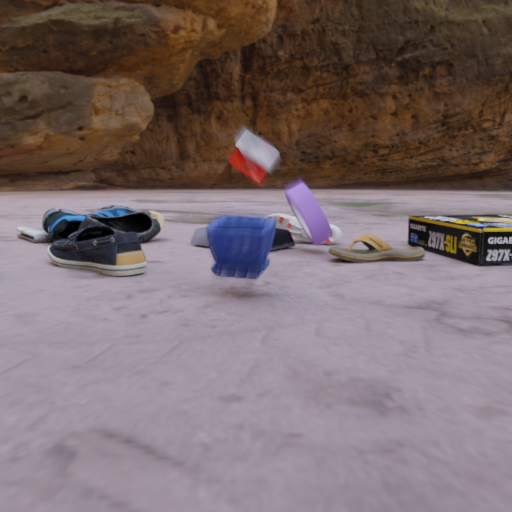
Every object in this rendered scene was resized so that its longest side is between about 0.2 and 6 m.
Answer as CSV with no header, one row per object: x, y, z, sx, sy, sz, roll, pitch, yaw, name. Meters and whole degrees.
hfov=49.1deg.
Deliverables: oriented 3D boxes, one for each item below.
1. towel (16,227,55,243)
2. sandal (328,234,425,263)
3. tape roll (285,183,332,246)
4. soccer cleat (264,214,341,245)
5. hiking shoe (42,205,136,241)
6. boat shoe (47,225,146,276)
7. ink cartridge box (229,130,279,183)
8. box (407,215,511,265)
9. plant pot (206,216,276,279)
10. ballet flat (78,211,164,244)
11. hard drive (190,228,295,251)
-4.993,-0.589,14.075,1.677,0.301,1.741,-7,10,-37,towel
2.279,-0.170,10.616,1.887,0.510,0.758,-1,9,-7,sandal
1.072,-0.847,11.460,0.412,1.254,1.254,-30,11,-1,tape roll
1.065,-0.587,13.186,1.902,0.659,0.738,11,7,21,soccer cleat
-3.759,-0.615,13.201,2.342,0.871,1.016,-7,31,-29,hiking shoe
-2.807,-0.157,9.751,2.468,0.768,0.921,6,12,43,boat shoe
-0.092,-2.282,12.841,0.966,0.839,0.210,37,5,21,ink cartridge box
4.817,-0.392,11.435,2.381,0.736,2.981,-3,9,-9,box
-0.190,-0.112,7.579,0.800,0.719,0.800,4,13,12,plant pot
-2.940,-0.688,12.758,0.818,0.700,2.463,41,31,19,ballet flat
-0.317,-0.408,12.416,2.049,0.434,1.382,7,11,39,hard drive
